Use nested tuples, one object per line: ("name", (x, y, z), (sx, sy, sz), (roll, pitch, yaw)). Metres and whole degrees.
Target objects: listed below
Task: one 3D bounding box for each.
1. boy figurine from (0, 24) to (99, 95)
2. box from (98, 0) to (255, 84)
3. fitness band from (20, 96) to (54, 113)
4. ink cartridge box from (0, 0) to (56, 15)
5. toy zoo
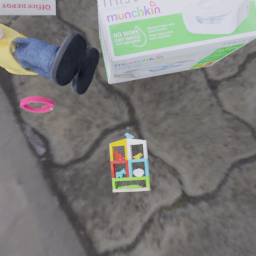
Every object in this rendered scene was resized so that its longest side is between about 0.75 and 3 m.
("boy figurine", (-1.748, -1.283, 4.473), (2.609, 1.622, 0.841), (24, 91, 23))
("box", (0.777, -1.881, 5.564), (2.603, 2.297, 1.259), (-11, 91, -6))
("fitness band", (-1.996, -0.508, 6.156), (0.822, 0.591, 0.154), (-10, 70, 41))
("ink cartridge box", (-2.120, -3.123, 5.426), (1.163, 1.585, 1.157), (-11, 37, -25))
("toy zoo", (0.018, 0.456, 3.768), (0.512, 0.080, 0.780), (-7, 84, 15))
